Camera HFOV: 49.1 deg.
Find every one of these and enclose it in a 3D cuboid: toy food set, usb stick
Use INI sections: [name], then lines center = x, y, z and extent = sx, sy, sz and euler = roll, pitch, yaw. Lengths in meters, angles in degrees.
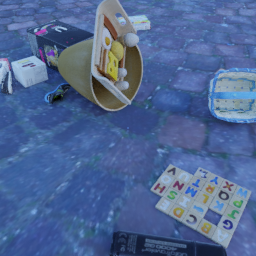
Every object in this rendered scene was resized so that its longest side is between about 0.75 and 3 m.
[toy food set]
center = -0.224, -2.066, 7.765
extent = 0.733, 1.741, 2.426
euler = -3, 74, 22
[usb stick]
center = 0.876, 2.720, 6.101
extent = 2.532, 0.413, 0.702
euler = 6, 46, 7

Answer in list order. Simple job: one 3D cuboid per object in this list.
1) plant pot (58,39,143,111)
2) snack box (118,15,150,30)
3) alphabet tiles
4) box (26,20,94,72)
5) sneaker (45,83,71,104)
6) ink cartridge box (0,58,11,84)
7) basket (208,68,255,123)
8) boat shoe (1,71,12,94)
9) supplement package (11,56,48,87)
[plant pot]
center = -1.315, -2.211, 10.569
extent = 2.792, 2.602, 2.602
euler = 20, 43, 38
[snack box]
center = 0.339, -6.149, 16.461
extent = 1.695, 0.449, 1.206
euler = -9, 41, -11
[alphabet tiles]
center = 1.851, 1.798, 7.428
extent = 2.275, 0.086, 1.902
euler = 25, 46, 25
[box]
center = -2.947, -3.666, 12.722
extent = 2.854, 1.514, 1.745
euler = 28, 48, 28
[sneaker]
center = -2.655, -1.302, 10.861
extent = 0.503, 0.430, 1.213
euler = 32, 52, 18
[ink cartridge box]
center = -5.710, -2.443, 12.038
extent = 0.958, 0.558, 1.316
euler = -5, 42, -6
[basket]
center = 3.798, -1.049, 9.121
extent = 2.249, 1.774, 2.551
euler = 2, 3, 2
[boat shoe]
center = -4.968, -1.862, 11.441
extent = 0.402, 0.492, 1.332
euler = -7, 49, -16
[supplement package]
center = -4.133, -2.400, 11.810
extent = 1.053, 0.775, 1.007
euler = -29, 49, -32
